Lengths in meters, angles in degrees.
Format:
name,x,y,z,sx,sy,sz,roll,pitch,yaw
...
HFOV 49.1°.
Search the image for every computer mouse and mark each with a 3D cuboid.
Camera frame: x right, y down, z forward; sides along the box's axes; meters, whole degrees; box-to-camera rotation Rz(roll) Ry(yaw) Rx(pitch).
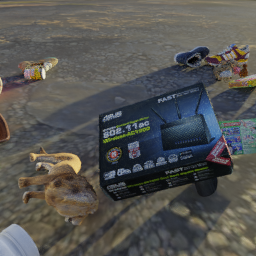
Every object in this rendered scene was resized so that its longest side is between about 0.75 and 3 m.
name,x,y,z,sx,sy,sz,roll,pitch,yaw
computer mouse,1.524,0.910,6.344,0.970,0.318,1.381,-21,40,36

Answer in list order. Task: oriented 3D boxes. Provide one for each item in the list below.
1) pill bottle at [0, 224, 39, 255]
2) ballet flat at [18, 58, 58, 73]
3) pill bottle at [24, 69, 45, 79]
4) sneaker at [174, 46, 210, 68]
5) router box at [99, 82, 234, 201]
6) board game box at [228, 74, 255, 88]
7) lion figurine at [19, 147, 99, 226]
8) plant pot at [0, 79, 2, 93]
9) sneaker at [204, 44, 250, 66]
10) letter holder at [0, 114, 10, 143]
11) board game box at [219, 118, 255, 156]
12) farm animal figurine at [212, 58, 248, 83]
name,x,y,z,sx,sy,sz,roll,pitch,yaw
pill bottle,-2.134,2.152,3.881,0.941,0.941,1.677,20,35,31
ballet flat,-4.073,-2.814,12.912,1.805,0.636,0.589,-16,60,-20
pill bottle,-4.005,-2.320,12.039,0.787,0.450,0.450,-1,30,-2
sneaker,3.408,-3.437,13.535,1.940,0.738,1.402,-20,24,-14
router box,0.624,0.256,5.618,2.425,0.753,1.817,-16,48,12
board game box,5.271,-1.984,11.270,2.321,0.348,1.109,-15,11,-29
lion figurine,-1.386,0.999,5.951,1.453,0.860,2.373,-3,29,-7
plant pot,-5.411,-1.602,9.925,1.399,1.581,1.581,24,36,17
sneaker,4.820,-3.615,13.709,2.213,0.997,0.829,-5,31,-9
letter holder,-4.535,-0.445,8.098,1.699,1.202,2.390,-16,34,-28
board game box,2.962,0.224,7.105,1.316,0.885,0.192,-5,-9,-2
farm animal figurine,4.217,-2.527,11.838,1.520,0.802,1.537,-17,19,-12
